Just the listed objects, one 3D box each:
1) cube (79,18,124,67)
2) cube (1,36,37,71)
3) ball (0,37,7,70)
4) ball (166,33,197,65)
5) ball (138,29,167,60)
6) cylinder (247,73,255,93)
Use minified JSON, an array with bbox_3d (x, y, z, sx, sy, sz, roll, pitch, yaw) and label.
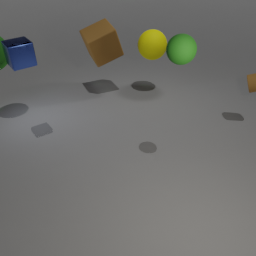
[{"bbox_3d":[-1.231,-4.000,13.147,1.400,1.400,1.400,-28,48,-4],"label":"cube"},{"bbox_3d":[-3.132,-2.154,8.081,0.700,0.700,0.700,-23,41,-27],"label":"cube"},{"bbox_3d":[-5.025,-2.742,10.142,1.400,1.400,1.400,0,30,0],"label":"ball"},{"bbox_3d":[1.233,-1.816,6.472,0.700,0.700,0.700,0,30,0],"label":"ball"},{"bbox_3d":[1.161,-3.957,13.330,1.400,1.400,1.400,0,30,0],"label":"ball"},{"bbox_3d":[4.954,-1.746,10.681,0.700,0.700,0.700,-7,25,26],"label":"cylinder"}]
